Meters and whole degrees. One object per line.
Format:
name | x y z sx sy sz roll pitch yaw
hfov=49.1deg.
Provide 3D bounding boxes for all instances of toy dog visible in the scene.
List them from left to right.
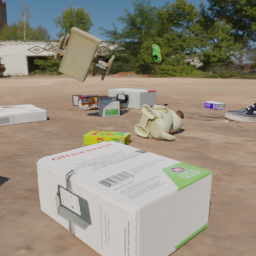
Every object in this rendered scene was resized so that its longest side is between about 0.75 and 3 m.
toy dog | 1.287 -0.236 9.759 1.553 1.117 1.601 27 26 36

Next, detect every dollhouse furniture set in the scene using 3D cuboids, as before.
dollhouse furniture set | -1.816 -3.342 12.146 2.376 1.801 2.711 24 25 -6

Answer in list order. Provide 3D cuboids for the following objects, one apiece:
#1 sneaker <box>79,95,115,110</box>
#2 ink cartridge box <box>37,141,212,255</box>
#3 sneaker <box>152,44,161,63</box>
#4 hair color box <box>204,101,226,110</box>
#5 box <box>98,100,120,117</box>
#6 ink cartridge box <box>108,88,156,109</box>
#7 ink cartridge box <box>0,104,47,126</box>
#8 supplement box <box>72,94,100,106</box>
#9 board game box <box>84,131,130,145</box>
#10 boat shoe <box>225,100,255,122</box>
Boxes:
sneaker | -1.618 -1.393 15.416 2.083 0.815 0.804 1 6 3
ink cartridge box | -0.130 1.015 4.484 1.685 0.973 2.315 -12 18 -43
sneaker | 1.396 -3.711 13.885 0.344 0.928 0.388 -18 -1 40
hair color box | 4.896 -1.276 15.827 0.595 0.353 1.089 -6 12 -26
box | -0.927 -0.966 13.632 0.838 0.721 0.842 -6 14 -23
ink cartridge box | 0.233 -1.780 16.567 2.358 0.977 1.719 10 16 37
ink cartridge box | -5.095 -0.608 12.518 2.289 0.512 2.017 -9 17 -37
supplement box | -2.501 -1.638 16.696 1.512 0.647 0.834 9 16 34
board game box | -0.654 0.343 8.868 1.335 0.318 0.678 4 14 16
boat shoe | 5.545 -0.848 12.171 2.478 1.149 0.925 8 15 28
